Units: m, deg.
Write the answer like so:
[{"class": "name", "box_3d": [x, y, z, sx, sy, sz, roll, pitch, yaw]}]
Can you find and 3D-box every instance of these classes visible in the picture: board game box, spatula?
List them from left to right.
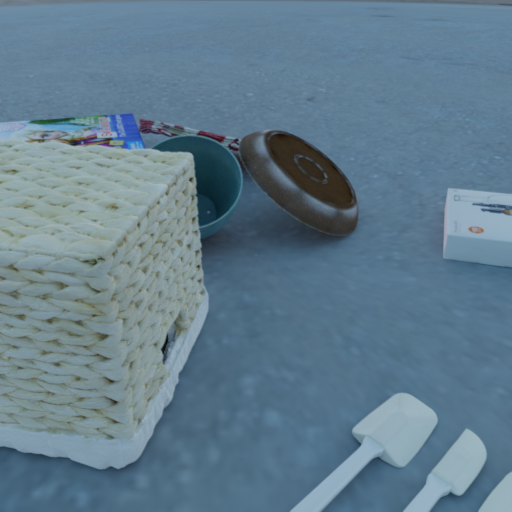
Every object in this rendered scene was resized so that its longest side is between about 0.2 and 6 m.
[{"class": "board game box", "box_3d": [-3.824, -2.023, 11.112, 3.123, 0.644, 3.131, -9, 31, -15]}, {"class": "spatula", "box_3d": [1.169, 2.068, 4.402, 2.439, 0.196, 1.696, -27, 45, -37]}]

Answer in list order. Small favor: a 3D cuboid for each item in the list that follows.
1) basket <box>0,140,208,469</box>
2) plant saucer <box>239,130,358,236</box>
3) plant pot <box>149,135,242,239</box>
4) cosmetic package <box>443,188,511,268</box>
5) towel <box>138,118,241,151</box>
[{"class": "basket", "box_3d": [-2.025, 0.245, 5.622, 2.670, 2.147, 2.646, 7, 29, 9]}, {"class": "plant saucer", "box_3d": [0.783, -1.266, 8.852, 2.301, 0.369, 2.301, 27, 34, -20]}, {"class": "plant pot", "box_3d": [-0.989, -0.862, 8.415, 1.573, 1.059, 1.573, 0, 66, -1]}, {"class": "cosmetic package", "box_3d": [3.587, -0.455, 8.550, 1.348, 0.462, 1.789, 6, 30, 16]}, {"class": "towel", "box_3d": [-0.856, -2.277, 11.266, 2.590, 0.295, 1.865, 19, 11, 33]}]
